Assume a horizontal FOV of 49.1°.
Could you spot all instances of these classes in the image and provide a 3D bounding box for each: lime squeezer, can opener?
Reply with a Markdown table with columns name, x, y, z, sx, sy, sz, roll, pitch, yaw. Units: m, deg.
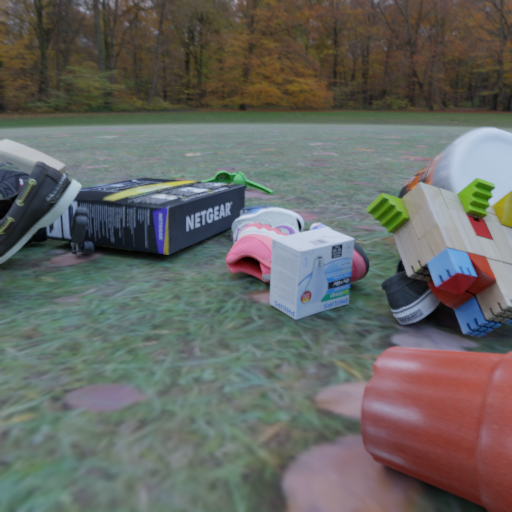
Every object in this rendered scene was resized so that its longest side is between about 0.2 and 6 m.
| name | x | y | z | sx | sy | sz | roll | pitch | yaw |
| --- | --- | --- | --- | --- | --- | --- | --- | --- | --- |
| lime squeezer | -0.853 | -2.455 | 18.610 | 3.204 | 0.604 | 1.131 | 6 | 18 | 16 |
| can opener | -3.388 | -0.437 | 11.037 | 0.494 | 0.394 | 1.478 | 3 | -28 | -23 |

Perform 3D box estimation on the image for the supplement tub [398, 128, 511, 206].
| name | x | y | z | sx | sy | sz | roll | pitch | yaw |
| --- | --- | --- | --- | --- | --- | --- | --- | --- | --- |
| supplement tub | 3.747 | -1.015 | 10.473 | 1.776 | 1.776 | 2.899 | -3 | -13 | -9 |

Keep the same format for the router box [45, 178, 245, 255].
| name | x | y | z | sx | sy | sz | roll | pitch | yaw |
| --- | --- | --- | --- | --- | --- | --- | --- | --- | --- |
| router box | -2.386 | -1.073 | 13.049 | 3.067 | 1.019 | 3.901 | 7 | 16 | 21 |

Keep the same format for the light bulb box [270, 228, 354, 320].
| name | x | y | z | sx | sy | sz | roll | pitch | yaw |
| --- | --- | --- | --- | --- | --- | --- | --- | --- | --- |
| light bulb box | 0.860 | 0.255 | 8.755 | 1.126 | 1.136 | 0.709 | -13 | 25 | -32 |

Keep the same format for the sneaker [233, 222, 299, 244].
| name | x | y | z | sx | sy | sz | roll | pitch | yaw |
| --- | --- | --- | --- | --- | --- | --- | --- | --- | --- |
| sneaker | 0.283 | -0.273 | 11.716 | 1.806 | 0.676 | 0.899 | 8 | -10 | 42 |

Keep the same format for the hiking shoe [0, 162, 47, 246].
| name | x | y | z | sx | sy | sz | roll | pitch | yaw |
| --- | --- | --- | --- | --- | --- | --- | --- | --- | --- |
| hiking shoe | -5.243 | -0.798 | 11.707 | 1.766 | 1.328 | 3.508 | 22 | 34 | -8 |

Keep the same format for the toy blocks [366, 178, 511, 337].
| name | x | y | z | sx | sy | sz | roll | pitch | yaw |
| --- | --- | --- | --- | --- | --- | --- | --- | --- | --- |
| toy blocks | 3.164 | 0.201 | 7.907 | 2.972 | 1.485 | 2.032 | 12 | 51 | -29 |

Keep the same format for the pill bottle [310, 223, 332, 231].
| name | x | y | z | sx | sy | sz | roll | pitch | yaw |
| --- | --- | --- | --- | --- | --- | --- | --- | --- | --- |
| pill bottle | 1.474 | -0.544 | 12.749 | 0.355 | 0.355 | 0.633 | -6 | 19 | -19 |

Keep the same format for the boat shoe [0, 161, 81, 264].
| name | x | y | z | sx | sy | sz | roll | pitch | yaw |
| --- | --- | --- | --- | --- | --- | --- | --- | --- | --- |
| boat shoe | -4.366 | -0.757 | 10.261 | 2.874 | 0.865 | 1.024 | -31 | 33 | 31 |

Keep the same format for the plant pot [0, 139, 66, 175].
| name | x | y | z | sx | sy | sz | roll | pitch | yaw |
| --- | --- | --- | --- | --- | --- | --- | --- | --- | --- |
| plant pot | -6.067 | -1.872 | 14.774 | 1.711 | 1.933 | 1.930 | 9 | 15 | -11 |

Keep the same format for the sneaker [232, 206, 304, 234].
| name | x | y | z | sx | sy | sz | roll | pitch | yaw |
| --- | --- | --- | --- | --- | --- | --- | --- | --- | --- |
| sneaker | 0.489 | -0.844 | 12.750 | 1.857 | 0.748 | 1.359 | -4 | 17 | 34 |

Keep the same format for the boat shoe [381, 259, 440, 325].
| name | x | y | z | sx | sy | sz | roll | pitch | yaw |
| --- | --- | --- | --- | --- | --- | --- | --- | --- | --- |
| boat shoe | 2.657 | 0.240 | 8.992 | 0.901 | 0.743 | 2.624 | -32 | 1 | 31 |

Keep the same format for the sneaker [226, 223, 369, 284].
| name | x | y | z | sx | sy | sz | roll | pitch | yaw |
| --- | --- | --- | --- | --- | --- | --- | --- | --- | --- |
| sneaker | 0.646 | 0.188 | 9.876 | 2.651 | 0.977 | 1.150 | 9 | 37 | 30 |

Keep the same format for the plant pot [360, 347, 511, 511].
| name | x | y | z | sx | sy | sz | roll | pitch | yaw |
| --- | --- | --- | --- | --- | --- | --- | --- | --- | --- |
| plant pot | 1.768 | 1.425 | 4.827 | 1.415 | 1.455 | 1.455 | 3 | 15 | 40 |
